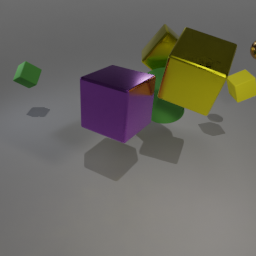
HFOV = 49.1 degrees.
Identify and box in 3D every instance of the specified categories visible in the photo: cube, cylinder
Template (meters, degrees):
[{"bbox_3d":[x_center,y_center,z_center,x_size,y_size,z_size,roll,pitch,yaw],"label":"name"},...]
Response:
[{"bbox_3d":[1.743,-1.441,7.171,1.400,1.400,1.400,23,53,9],"label":"cube"},{"bbox_3d":[-3.908,-2.055,10.889,0.700,0.700,0.700,26,-22,-37],"label":"cube"},{"bbox_3d":[-0.262,-0.681,7.267,1.400,1.400,1.400,20,33,26],"label":"cube"},{"bbox_3d":[1.466,-2.785,10.530,1.400,1.400,1.400,36,26,-17],"label":"cube"},{"bbox_3d":[1.241,-1.107,9.536,1.400,1.400,1.400,-3,42,3],"label":"cylinder"},{"bbox_3d":[3.813,-1.411,9.403,0.700,0.700,0.700,-22,36,6],"label":"cube"}]

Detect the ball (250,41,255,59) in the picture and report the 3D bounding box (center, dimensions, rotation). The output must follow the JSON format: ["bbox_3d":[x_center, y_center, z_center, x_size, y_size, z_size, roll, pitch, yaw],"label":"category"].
[{"bbox_3d":[4.348,-2.553,9.109,0.700,0.700,0.700,0,32,0],"label":"ball"}]
